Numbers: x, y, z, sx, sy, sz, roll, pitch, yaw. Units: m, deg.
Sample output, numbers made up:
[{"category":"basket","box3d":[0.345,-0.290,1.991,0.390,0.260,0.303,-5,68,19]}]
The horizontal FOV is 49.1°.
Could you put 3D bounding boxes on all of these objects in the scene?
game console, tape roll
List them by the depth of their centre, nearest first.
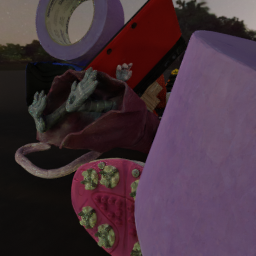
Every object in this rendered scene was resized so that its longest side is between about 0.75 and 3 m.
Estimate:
[{"category":"tape roll","box3d":[1.451,0.375,1.668,2.666,1.133,2.666,14,25,-7]},{"category":"game console","box3d":[-0.142,-1.459,6.168,2.619,1.555,2.257,-47,28,-3]},{"category":"tape roll","box3d":[-1.664,-3.666,9.602,2.902,2.902,1.233,7,3,26]}]

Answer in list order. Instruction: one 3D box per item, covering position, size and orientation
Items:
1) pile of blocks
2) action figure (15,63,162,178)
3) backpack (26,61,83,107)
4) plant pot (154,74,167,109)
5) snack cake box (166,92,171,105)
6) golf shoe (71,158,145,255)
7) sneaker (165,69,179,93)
[{"category":"pile of blocks","box3d":[0.414,-0.530,8.140,0.871,1.150,2.802,43,29,-2]},{"category":"action figure","box3d":[0.060,0.065,4.615,1.943,2.159,2.900,30,7,41]},{"category":"backpack","box3d":[-2.444,-1.617,10.298,2.074,1.685,1.740,3,12,16]},{"category":"plant pot","box3d":[0.711,-1.300,10.271,1.083,1.228,1.229,-16,16,-8]},{"category":"snack cake box","box3d":[1.676,-0.786,8.830,0.441,0.756,1.314,9,17,33]},{"category":"golf shoe","box3d":[0.586,0.816,2.560,2.423,0.913,1.109,11,3,30]},{"category":"sneaker","box3d":[2.009,-1.982,12.555,0.995,1.280,2.845,6,15,23]}]
